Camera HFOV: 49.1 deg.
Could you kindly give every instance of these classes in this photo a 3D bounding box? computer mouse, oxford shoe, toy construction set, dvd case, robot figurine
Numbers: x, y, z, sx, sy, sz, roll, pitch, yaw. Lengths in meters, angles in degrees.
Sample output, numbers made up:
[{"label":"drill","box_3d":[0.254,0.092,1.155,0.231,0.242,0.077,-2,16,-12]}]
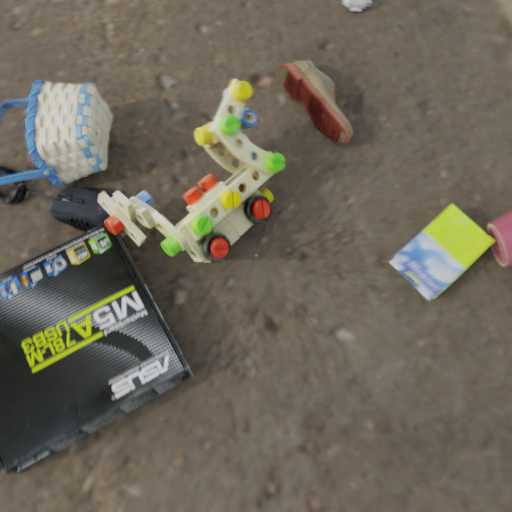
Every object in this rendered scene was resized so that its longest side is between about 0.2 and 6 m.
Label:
[{"label":"computer mouse","box_3d":[-3.738,-1.118,10.111,2.952,0.502,0.865,18,69,8]},{"label":"oxford shoe","box_3d":[1.325,-3.071,10.835,0.795,0.749,2.127,-27,71,-18]},{"label":"toy construction set","box_3d":[-0.911,-1.167,9.389,3.316,1.528,2.174,-39,109,-9]},{"label":"dvd case","box_3d":[-3.689,-2.106,10.521,1.326,0.146,0.968,-10,66,14]},{"label":"robot figurine","box_3d":[2.167,-5.535,12.102,0.625,0.353,0.530,4,84,2]}]

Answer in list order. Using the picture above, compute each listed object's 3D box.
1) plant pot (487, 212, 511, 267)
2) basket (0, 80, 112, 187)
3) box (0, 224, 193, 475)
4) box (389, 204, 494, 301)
[{"label":"plant pot","box_3d":[4.595,-0.349,9.478,1.083,1.210,1.210,-18,67,9]},{"label":"basket","box_3d":[-3.741,-2.124,10.000,2.130,1.481,1.878,-3,62,2]},{"label":"box","box_3d":[-3.014,1.345,8.913,3.048,0.724,2.944,-27,67,-11]},{"label":"box","box_3d":[3.154,-0.026,9.641,1.601,0.382,0.976,-41,73,-11]}]
